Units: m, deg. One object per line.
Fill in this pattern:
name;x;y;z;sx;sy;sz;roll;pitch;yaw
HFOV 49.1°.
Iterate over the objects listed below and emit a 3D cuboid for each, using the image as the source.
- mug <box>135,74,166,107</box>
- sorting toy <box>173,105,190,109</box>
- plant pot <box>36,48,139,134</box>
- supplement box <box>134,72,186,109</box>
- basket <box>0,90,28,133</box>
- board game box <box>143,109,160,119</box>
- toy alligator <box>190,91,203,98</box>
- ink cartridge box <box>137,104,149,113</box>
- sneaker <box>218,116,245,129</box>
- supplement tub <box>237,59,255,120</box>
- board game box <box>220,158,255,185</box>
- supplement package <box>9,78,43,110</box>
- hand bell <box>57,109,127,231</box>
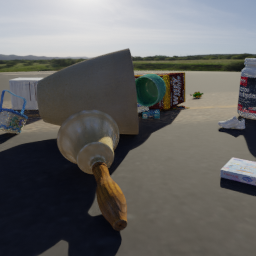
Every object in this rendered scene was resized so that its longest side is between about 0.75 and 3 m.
mug;0.836;-1.699;11.780;1.555;1.278;0.961;36;37;18
sorting toy;2.695;-1.044;13.991;0.857;0.145;0.413;-8;17;-29
plant pot;-1.302;-1.038;9.196;2.999;2.808;2.808;-6;15;-1
supplement box;1.435;-1.967;14.371;2.362;1.590;2.395;5;15;31
basket;-3.903;-0.510;9.390;0.907;1.303;1.149;2;-10;18
board game box;1.003;-0.612;12.158;0.720;0.224;0.954;1;14;5
toy alligator;4.226;-2.038;17.532;1.203;0.357;0.326;-10;-23;-31
ink cartridge box;0.157;-0.800;12.367;1.524;0.299;0.758;-12;14;4
sneaker;3.768;-0.231;10.196;0.954;0.474;0.372;3;15;10
supplement tub;5.590;-1.660;11.776;1.707;2.432;1.707;0;15;0
board game box;2.641;0.957;6.185;0.933;0.192;0.931;10;18;34
supplement package;-4.276;-1.740;14.016;2.666;1.460;1.516;0;15;1
hand bell;-0.522;0.858;5.344;1.452;1.452;2.788;-4;28;-16
